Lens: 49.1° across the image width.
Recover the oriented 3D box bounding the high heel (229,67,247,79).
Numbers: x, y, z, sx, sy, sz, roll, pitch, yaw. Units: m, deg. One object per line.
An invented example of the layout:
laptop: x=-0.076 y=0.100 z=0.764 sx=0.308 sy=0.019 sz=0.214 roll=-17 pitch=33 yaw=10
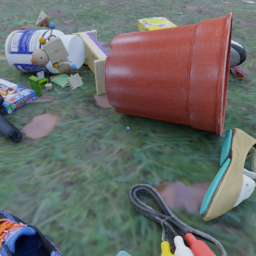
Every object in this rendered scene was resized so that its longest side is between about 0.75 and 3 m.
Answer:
high heel: x=3.788 y=-1.971 z=9.594 sx=0.477 sy=0.335 sz=0.993 roll=-28 pitch=40 yaw=-17

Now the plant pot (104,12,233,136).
plant pot: x=1.043 y=-1.290 z=6.965 sx=2.716 sy=2.792 sz=2.792 roll=5 pitch=36 yaw=20

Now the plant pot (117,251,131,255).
plant pot: x=0.010 y=2.161 z=3.052 sx=1.055 sy=1.493 sz=1.054 roll=24 pitch=43 yaw=28

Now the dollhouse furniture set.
dollhouse furniture set: x=-2.394 y=-1.562 z=8.874 sx=0.728 sy=0.562 sz=1.457 roll=28 pitch=45 yaw=31

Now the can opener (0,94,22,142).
can opener: x=-3.445 y=-0.369 z=7.059 sx=2.305 sy=0.730 sz=0.906 roll=37 pitch=87 yaw=33

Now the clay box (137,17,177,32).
clay box: x=1.401 y=-4.468 z=12.791 sx=1.386 sy=0.574 sz=2.412 roll=-11 pitch=38 yaw=-14

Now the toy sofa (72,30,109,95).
toy sofa: x=-0.836 y=-2.311 z=9.386 sx=1.372 sy=1.164 sz=2.812 roll=-15 pitch=39 yaw=-17

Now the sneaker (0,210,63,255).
sneaker: x=-1.634 y=1.713 z=4.205 sx=2.137 sy=0.838 sz=0.805 roll=20 pitch=40 yaw=24

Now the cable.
cable: x=0.747 y=1.585 z=4.542 sx=1.097 sy=0.568 sz=2.259 roll=-20 pitch=41 yaw=-7

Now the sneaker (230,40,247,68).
sneaker: x=2.342 y=-2.219 z=9.252 sx=2.910 sy=1.075 sz=1.154 roll=4 pitch=49 yaw=24

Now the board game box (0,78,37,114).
board game box: x=-3.689 y=-0.986 z=8.331 sx=1.585 sy=0.273 sz=1.073 roll=21 pitch=41 yaw=26

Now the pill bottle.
pill bottle: x=-2.700 y=-2.521 z=9.295 sx=2.330 sy=1.394 sz=1.394 roll=7 pitch=37 yaw=20

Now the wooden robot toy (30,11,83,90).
wooden robot toy: x=-1.786 y=-1.612 z=6.354 sx=0.830 sy=1.828 sz=0.805 roll=-31 pitch=31 yaw=-11

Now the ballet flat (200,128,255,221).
ballet flat: x=2.111 y=0.849 z=5.401 sx=0.816 sy=0.888 sz=2.589 roll=25 pitch=43 yaw=13
